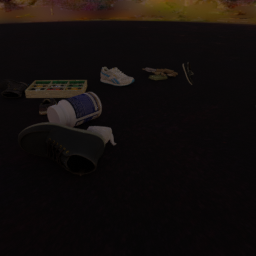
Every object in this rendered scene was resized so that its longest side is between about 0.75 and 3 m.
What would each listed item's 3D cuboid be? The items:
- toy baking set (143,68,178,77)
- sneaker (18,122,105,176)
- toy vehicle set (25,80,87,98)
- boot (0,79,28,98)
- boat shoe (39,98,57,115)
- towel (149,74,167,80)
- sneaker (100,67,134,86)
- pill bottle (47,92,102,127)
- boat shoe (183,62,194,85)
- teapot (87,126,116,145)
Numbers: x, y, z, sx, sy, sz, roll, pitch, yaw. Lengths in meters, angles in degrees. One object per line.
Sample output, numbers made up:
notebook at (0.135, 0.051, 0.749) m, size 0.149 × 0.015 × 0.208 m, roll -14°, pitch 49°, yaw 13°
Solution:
toy baking set at (1.935, -3.471, 17.042) m, size 1.641 × 0.249 × 2.138 m, roll -6°, pitch 25°, yaw -37°
sneaker at (-2.124, 0.591, 8.311) m, size 2.743 × 1.026 × 1.457 m, roll 3°, pitch 24°, yaw 3°
toy vehicle set at (-3.570, -2.012, 14.284) m, size 2.789 × 0.370 × 1.733 m, roll -1°, pitch 27°, yaw -2°
boot at (-5.880, -1.914, 13.855) m, size 1.685 × 0.583 × 1.467 m, roll 4°, pitch 26°, yaw 3°
boat shoe at (-3.502, -1.052, 12.239) m, size 0.532 × 0.479 × 1.478 m, roll 3°, pitch 27°, yaw 5°
towel at (1.755, -2.963, 16.408) m, size 0.950 × 0.173 × 0.705 m, roll -14°, pitch 29°, yaw -25°
sneaker at (-0.630, -2.843, 15.425) m, size 2.081 × 0.840 × 0.796 m, roll 14°, pitch 28°, yaw 24°
pill bottle at (-2.041, -0.652, 10.756) m, size 1.102 × 1.102 × 1.904 m, roll 23°, pitch 35°, yaw 38°
boat shoe at (2.172, -1.927, 9.862) m, size 0.272 × 0.806 × 0.289 m, roll -18°, pitch -3°, yaw 27°
teapot at (-0.981, 0.303, 9.402) m, size 0.889 × 0.658 × 0.900 m, roll 8°, pitch -7°, yaw -38°
